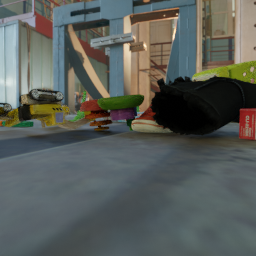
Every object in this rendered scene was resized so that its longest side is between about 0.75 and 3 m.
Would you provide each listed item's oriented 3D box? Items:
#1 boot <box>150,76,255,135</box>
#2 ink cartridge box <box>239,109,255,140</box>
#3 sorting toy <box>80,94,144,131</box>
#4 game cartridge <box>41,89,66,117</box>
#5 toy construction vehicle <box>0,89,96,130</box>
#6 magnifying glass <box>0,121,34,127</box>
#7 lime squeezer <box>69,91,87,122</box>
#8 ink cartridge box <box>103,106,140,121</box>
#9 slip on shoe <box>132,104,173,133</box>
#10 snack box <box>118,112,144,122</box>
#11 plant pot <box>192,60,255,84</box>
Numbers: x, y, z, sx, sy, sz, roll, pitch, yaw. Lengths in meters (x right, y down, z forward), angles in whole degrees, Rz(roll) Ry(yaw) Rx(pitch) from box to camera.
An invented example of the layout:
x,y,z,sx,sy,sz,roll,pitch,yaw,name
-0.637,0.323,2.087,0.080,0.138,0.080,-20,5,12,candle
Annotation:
x,y,z,sx,sy,sz,roll,pitch,yaw,name
2.072,-0.391,5.452,2.885,1.067,2.364,23,27,40,boot
2.613,-0.053,4.535,0.909,0.527,1.259,-3,4,-41,ink cartridge box
-0.311,-0.302,6.704,1.244,0.850,2.071,-9,6,-32,sorting toy
-2.531,-0.669,9.237,1.084,0.723,0.219,44,6,-5,game cartridge
-2.414,-0.281,7.404,2.211,0.894,2.539,-12,-8,41,toy construction vehicle
-3.944,-0.159,9.258,1.875,0.210,0.746,1,4,24,magnifying glass
-2.052,-0.583,11.433,0.387,0.725,2.053,-19,-21,-40,lime squeezer
-0.359,-0.830,13.423,1.676,0.696,1.228,-1,-18,-7,ink cartridge box
0.901,-0.448,6.960,1.056,0.872,2.851,3,15,29,slip on shoe
0.973,-0.476,12.282,2.504,0.464,1.454,-2,4,-32,snack box
4.718,-1.629,13.442,2.556,2.817,2.803,-9,6,-21,plant pot
